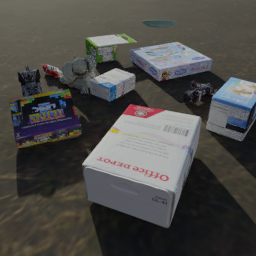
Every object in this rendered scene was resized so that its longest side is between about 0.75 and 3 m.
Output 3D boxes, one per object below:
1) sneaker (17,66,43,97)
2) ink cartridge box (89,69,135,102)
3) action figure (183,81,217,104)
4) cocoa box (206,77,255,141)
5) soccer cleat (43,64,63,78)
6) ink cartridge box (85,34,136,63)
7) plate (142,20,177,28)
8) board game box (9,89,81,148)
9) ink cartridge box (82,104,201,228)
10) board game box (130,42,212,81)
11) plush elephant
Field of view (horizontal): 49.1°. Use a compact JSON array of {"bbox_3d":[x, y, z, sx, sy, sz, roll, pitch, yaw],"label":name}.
[{"bbox_3d":[-3.254,-1.245,9.490,0.838,1.263,2.220,-15,43,-19],"label":"sneaker"},{"bbox_3d":[-0.568,-1.678,10.747,1.067,0.625,1.477,26,44,33],"label":"ink cartridge box"},{"bbox_3d":[2.719,-1.378,10.406,1.061,0.566,1.631,18,35,34],"label":"action figure"},{"bbox_3d":[3.397,-0.653,8.779,1.189,1.170,1.784,22,40,28],"label":"cocoa box"},{"bbox_3d":[-3.273,-2.489,12.177,1.170,0.402,0.498,30,35,32],"label":"soccer cleat"},{"bbox_3d":[-0.851,-4.029,13.999,2.159,0.818,1.596,-14,37,-22],"label":"ink cartridge box"},{"bbox_3d":[1.018,-3.379,9.124,1.143,0.146,1.143,1,14,0],"label":"plate"},{"bbox_3d":[-2.523,-0.342,8.515,1.875,0.532,1.550,-13,55,-17],"label":"board game box"},{"bbox_3d":[0.466,0.691,6.811,2.064,1.198,2.797,14,39,19],"label":"ink cartridge box"},{"bbox_3d":[1.897,-3.155,12.930,2.750,0.566,2.743,-15,37,-21],"label":"board game box"},{"bbox_3d":[-1.917,-2.231,10.941,1.398,1.314,1.698,-14,37,-19],"label":"plush elephant"}]
